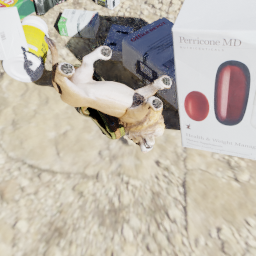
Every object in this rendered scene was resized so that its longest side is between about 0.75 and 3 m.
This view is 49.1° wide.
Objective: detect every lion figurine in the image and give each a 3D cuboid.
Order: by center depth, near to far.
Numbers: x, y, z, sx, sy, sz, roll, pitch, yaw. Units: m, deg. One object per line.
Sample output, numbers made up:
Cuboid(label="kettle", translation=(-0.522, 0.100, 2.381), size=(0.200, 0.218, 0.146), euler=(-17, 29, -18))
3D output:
Cuboid(label="lion figurine", translation=(-0.364, -0.549, 5.225), size=(2.828, 1.732, 1.025), euler=(27, 63, -18))

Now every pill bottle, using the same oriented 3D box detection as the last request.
Cuboid(label="pill bottle", translation=(-3.207, -2.633, 9.090), size=(1.190, 1.190, 2.139), euler=(-1, 56, -1))

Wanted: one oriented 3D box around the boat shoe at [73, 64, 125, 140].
Cuboid(label="boat shoe", translation=(-0.985, -0.810, 7.933), size=(0.959, 1.015, 2.820), euler=(-38, 63, -24))

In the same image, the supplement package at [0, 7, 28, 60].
Cuboid(label="supplement package", translation=(-3.280, -2.470, 7.327), size=(0.631, 1.139, 0.887), euler=(7, 34, 22))

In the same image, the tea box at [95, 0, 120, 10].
Cuboid(label="tea box", translation=(-0.845, -5.356, 11.164), size=(0.859, 0.873, 0.583), euler=(27, 60, 18))

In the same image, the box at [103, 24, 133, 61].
Cuboid(label="box", translation=(-0.339, -3.004, 9.813), size=(0.819, 0.422, 1.404), euler=(10, 56, 7))

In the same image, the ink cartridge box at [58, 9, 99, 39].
Cuboid(label="ink cartridge box", translation=(-1.773, -3.843, 10.315), size=(1.315, 0.546, 0.964), euler=(7, 56, 5))

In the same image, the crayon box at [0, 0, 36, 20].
Cuboid(label="crayon box", translation=(-5.119, -4.424, 10.648), size=(1.690, 0.676, 2.662), euler=(35, 62, 21))

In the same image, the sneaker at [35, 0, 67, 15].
Cuboid(label="sneaker", translation=(-2.820, -5.395, 11.149), size=(1.063, 0.989, 2.461), euler=(14, 58, 8))

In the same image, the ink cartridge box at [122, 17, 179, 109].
Cuboid(label="ink cartridge box", translation=(1.313, -2.121, 8.786), size=(1.873, 1.091, 2.587), euler=(-35, 62, -22))

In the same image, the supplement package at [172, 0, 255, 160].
Cuboid(label="supplement package", translation=(2.538, -1.082, 5.225), size=(2.860, 2.991, 2.199), euler=(9, 53, 22))
